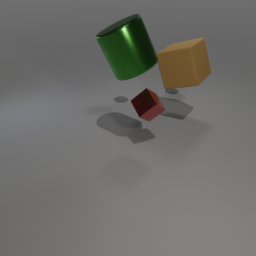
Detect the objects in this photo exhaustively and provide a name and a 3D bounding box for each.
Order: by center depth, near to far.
[{"bbox_3d":[-0.012,-2.321,8.107,1.400,1.400,1.400,-22,27,12],"label":"cylinder"},{"bbox_3d":[0.642,-0.730,8.979,0.700,0.700,0.700,18,40,-57],"label":"cube"},{"bbox_3d":[2.101,-2.400,10.478,1.400,1.400,1.400,0,28,38],"label":"cube"}]
